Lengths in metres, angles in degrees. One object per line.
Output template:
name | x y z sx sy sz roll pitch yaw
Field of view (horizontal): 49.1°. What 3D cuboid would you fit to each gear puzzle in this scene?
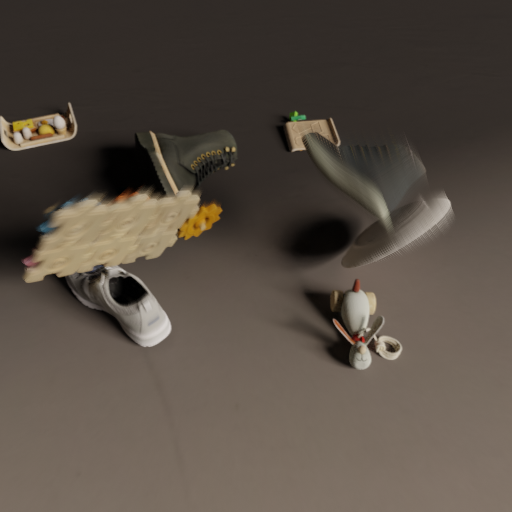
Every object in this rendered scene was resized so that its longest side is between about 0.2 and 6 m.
gear puzzle | -1.902 -0.536 9.076 3.571 1.850 0.468 -13 63 -46

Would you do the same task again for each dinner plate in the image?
dinner plate | 2.352 -0.469 9.766 2.123 2.123 0.257 -41 99 -34

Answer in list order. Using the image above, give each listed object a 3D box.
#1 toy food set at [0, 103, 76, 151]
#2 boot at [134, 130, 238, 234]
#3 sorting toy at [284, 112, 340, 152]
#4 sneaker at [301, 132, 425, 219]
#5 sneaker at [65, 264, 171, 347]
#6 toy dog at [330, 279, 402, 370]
toy food set | -5.276 -3.204 13.544 1.720 0.519 1.234 -15 46 -15
boot | -1.153 -1.814 11.686 2.214 1.240 3.201 -11 45 -18
sorting toy | 1.286 -3.046 13.587 1.184 0.236 1.602 -8 47 -1
sneaker | 1.687 -1.546 8.995 1.054 0.742 1.984 -44 66 0
sneaker | -2.340 0.459 9.331 2.441 1.001 0.912 29 52 29
toy dog | 1.659 0.988 8.999 1.011 0.739 1.533 -14 45 -14
